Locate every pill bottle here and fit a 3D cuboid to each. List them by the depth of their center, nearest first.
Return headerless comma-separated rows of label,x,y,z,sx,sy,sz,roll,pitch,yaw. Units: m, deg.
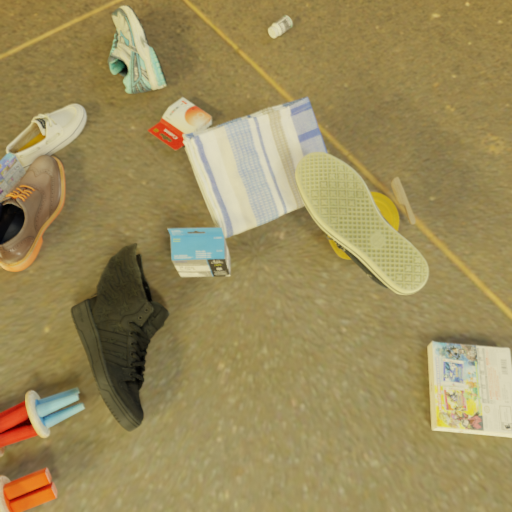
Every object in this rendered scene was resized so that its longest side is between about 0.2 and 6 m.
pill bottle,0.630,-6.045,14.808,0.619,0.350,0.350,-41,70,-19

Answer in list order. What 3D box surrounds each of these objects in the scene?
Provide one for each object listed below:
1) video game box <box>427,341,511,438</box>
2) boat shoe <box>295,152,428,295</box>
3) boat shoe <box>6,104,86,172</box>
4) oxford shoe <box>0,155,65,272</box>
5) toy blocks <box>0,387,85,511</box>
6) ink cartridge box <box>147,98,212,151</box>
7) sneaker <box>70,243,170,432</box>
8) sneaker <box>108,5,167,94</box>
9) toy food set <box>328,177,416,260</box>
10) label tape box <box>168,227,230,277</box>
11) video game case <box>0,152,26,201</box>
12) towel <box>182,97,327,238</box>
video game box,4.017,2.483,10.469,1.495,0.384,1.640,6,63,0
boat shoe,1.760,-0.527,9.832,1.127,0.940,3.020,-42,87,-7
boat shoe,-4.863,-2.894,12.975,0.777,0.765,2.190,38,69,17
oxford shoe,-4.830,-1.116,11.923,1.006,1.029,2.823,6,63,3
toy blocks,-4.086,3.487,9.663,2.495,0.906,2.080,-22,65,-11
ink cartridge box,-1.824,-3.154,13.305,0.997,0.308,1.229,37,61,19
sneaker,-2.369,1.460,10.635,1.722,0.992,3.302,-28,63,-8
sneaker,-3.244,-5.171,13.999,1.170,1.052,2.711,-24,65,-8
toy food set,2.348,-0.705,12.011,2.028,0.662,1.193,-29,91,-12
label tape box,-1.046,-0.035,10.431,1.003,1.390,0.440,-2,68,3
video game case,-5.498,-1.630,12.266,0.222,0.887,0.978,27,66,13
towel,0.170,-1.729,10.740,2.824,0.336,2.074,-23,100,-21
